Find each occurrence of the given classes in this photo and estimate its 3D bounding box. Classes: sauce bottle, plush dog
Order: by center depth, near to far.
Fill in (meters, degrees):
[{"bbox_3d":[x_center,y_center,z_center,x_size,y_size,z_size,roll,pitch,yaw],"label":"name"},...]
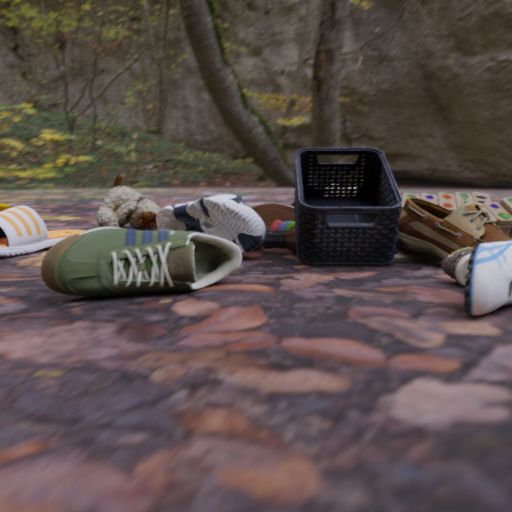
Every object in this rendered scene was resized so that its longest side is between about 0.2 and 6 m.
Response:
[{"bbox_3d":[1.159,-0.343,11.993,2.020,0.654,0.654,-2,9,7],"label":"sauce bottle"},{"bbox_3d":[-3.594,-1.386,16.698,1.742,1.627,2.028,23,8,-4],"label":"plush dog"}]

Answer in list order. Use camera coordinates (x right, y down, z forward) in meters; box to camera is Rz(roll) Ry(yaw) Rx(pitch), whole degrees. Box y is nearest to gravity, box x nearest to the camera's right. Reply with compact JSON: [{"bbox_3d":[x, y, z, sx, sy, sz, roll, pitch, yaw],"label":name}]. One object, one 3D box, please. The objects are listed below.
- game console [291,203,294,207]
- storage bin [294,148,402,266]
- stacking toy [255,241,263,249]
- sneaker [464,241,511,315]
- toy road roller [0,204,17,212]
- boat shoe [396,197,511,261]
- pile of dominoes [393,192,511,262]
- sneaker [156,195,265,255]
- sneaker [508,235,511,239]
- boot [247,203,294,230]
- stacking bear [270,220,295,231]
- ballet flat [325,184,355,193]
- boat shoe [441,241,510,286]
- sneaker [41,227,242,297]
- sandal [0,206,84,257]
[{"bbox_3d":[1.954,-1.203,16.810,1.415,0.823,1.244,7,12,37],"label":"game console"},{"bbox_3d":[1.732,-1.065,11.284,1.869,1.296,2.765,0,32,2],"label":"storage bin"},{"bbox_3d":[-0.020,-0.545,12.320,0.491,0.491,1.150,0,-17,3],"label":"stacking toy"},{"bbox_3d":[3.429,0.259,7.451,0.895,0.888,2.471,11,17,40],"label":"sneaker"},{"bbox_3d":[-7.100,-1.081,16.385,0.905,0.762,1.240,12,9,0],"label":"toy road roller"},{"bbox_3d":[3.797,-0.419,10.308,1.096,1.069,2.896,-13,24,-42],"label":"boat shoe"},{"bbox_3d":[4.084,-0.888,12.115,3.500,0.557,2.728,-1,34,-8],"label":"pile of dominoes"},{"bbox_3d":[-0.511,-0.788,12.520,2.113,1.296,3.247,-19,9,-41],"label":"sneaker"},{"bbox_3d":[6.143,-0.709,13.239,2.112,0.948,0.708,-1,9,-8],"label":"sneaker"},{"bbox_3d":[-0.146,-0.989,14.903,2.737,0.961,2.001,-4,11,-9],"label":"boot"},{"bbox_3d":[0.939,-0.450,12.886,1.127,0.641,0.685,10,13,26],"label":"stacking bear"},{"bbox_3d":[2.678,-1.231,13.639,2.253,0.782,0.782,37,8,-4],"label":"ballet flat"},{"bbox_3d":[3.979,0.096,8.982,2.032,0.730,0.605,-8,14,-14],"label":"boat shoe"},{"bbox_3d":[-1.454,0.051,8.177,1.318,0.984,2.936,2,5,42],"label":"sneaker"},{"bbox_3d":[-5.185,-0.637,12.585,1.344,1.005,3.507,4,10,23],"label":"sandal"}]
